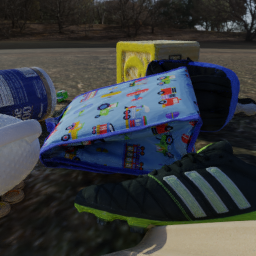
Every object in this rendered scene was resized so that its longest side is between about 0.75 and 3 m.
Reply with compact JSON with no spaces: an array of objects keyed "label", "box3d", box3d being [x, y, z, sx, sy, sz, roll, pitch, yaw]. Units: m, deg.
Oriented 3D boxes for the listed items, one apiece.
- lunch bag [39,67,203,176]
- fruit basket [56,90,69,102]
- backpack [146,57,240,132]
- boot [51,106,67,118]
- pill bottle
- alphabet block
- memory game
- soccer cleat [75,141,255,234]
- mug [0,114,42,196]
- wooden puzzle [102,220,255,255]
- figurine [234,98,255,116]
[{"label":"lunch bag","box3d":[-0.220,-0.130,5.461,2.936,1.381,2.211,-2,31,7]},{"label":"fruit basket","box3d":[-2.693,-1.200,10.482,0.804,0.377,0.745,1,19,11]},{"label":"backpack","box3d":[1.786,-0.942,7.494,2.263,1.839,1.899,11,19,31]},{"label":"boot","box3d":[-1.929,-0.427,8.499,0.493,0.255,0.754,21,35,36]},{"label":"pill bottle","box3d":[-3.356,-0.647,7.060,1.538,1.538,2.771,15,24,37]},{"label":"alphabet block","box3d":[1.044,-2.045,10.183,2.196,2.156,2.145,-14,22,-34]},{"label":"memory game","box3d":[-2.454,1.061,4.309,1.680,0.107,1.680,0,19,0]},{"label":"soccer cleat","box3d":[0.758,0.733,3.447,2.757,1.118,0.931,2,-19,-1]},{"label":"mug","box3d":[-1.979,0.336,3.965,1.793,1.324,1.572,-26,-3,32]},{"label":"wooden puzzle","box3d":[-0.475,1.241,1.734,2.501,0.579,2.317,-11,-16,-21]},{"label":"figurine","box3d":[3.536,-0.766,9.037,1.303,0.575,1.336,9,21,12]}]
